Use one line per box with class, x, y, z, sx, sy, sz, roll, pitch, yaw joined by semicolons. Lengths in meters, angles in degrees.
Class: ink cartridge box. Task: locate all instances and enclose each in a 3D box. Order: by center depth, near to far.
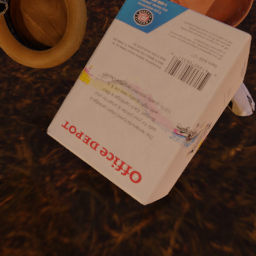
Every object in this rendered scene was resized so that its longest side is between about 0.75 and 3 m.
ink cartridge box;0.445;-0.424;4.946;2.018;1.983;2.741;34;93;21

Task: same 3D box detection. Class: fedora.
fedora;-2.112;-2.771;7.056;2.647;2.647;1.080;14;10;11

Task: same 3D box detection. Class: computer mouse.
computer mouse;2.545;-0.674;6.296;2.191;0.481;1.202;44;49;4

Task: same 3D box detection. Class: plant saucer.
plant saucer;2.039;-3.228;6.921;1.965;0.368;1.965;0;92;13

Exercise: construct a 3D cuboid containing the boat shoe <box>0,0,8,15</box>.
boat shoe;-2.460;-1.883;4.564;1.001;0.354;0.319;-30;48;-12
